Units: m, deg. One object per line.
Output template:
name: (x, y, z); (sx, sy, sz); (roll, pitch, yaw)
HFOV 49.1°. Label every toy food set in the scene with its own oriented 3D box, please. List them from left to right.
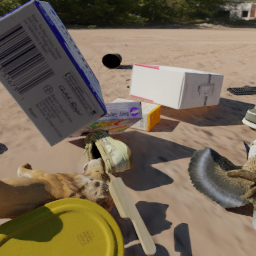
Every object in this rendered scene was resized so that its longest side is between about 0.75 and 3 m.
toy food set: (-0.798, 1.672, 3.563); (2.253, 0.736, 1.325); (-17, 53, -31)

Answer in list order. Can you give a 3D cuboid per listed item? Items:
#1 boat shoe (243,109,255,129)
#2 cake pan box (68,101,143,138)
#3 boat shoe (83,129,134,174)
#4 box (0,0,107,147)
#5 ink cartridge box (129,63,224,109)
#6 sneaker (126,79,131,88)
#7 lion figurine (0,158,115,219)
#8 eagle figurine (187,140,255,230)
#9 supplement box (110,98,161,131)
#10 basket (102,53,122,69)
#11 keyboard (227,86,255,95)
boat shoe: (4.794, -0.288, 7.667); (3.017, 0.902, 1.078); (8, 25, 18)
cake pan box: (-0.742, -0.164, 6.803); (1.705, 0.484, 1.851); (-3, -11, -19)
boat shoe: (-0.588, 0.481, 6.023); (0.593, 0.693, 1.891); (-21, 17, -26)
box: (-0.538, -0.419, 1.921); (0.433, 0.759, 0.825); (-30, 25, 3)
ink cartridge box: (1.689, -1.438, 9.447); (1.994, 1.127, 2.722); (20, 19, 38)
sneaker: (0.971, -1.984, 12.076); (1.964, 0.590, 1.025); (8, 24, 29)
lion figurine: (-1.553, 0.930, 3.927); (1.745, 1.032, 2.849); (6, 1, 39)
eagle figurine: (2.151, 0.848, 4.999); (1.530, 1.522, 2.017); (42, -8, -1)
supplement box: (0.133, -0.425, 8.428); (1.487, 0.547, 0.937); (13, 26, 24)
basket: (-0.820, -3.946, 16.298); (1.126, 0.849, 1.249); (11, 21, 8)
keyboard: (4.925, -1.602, 11.629); (1.565, 0.201, 0.939); (-3, 23, -9)
